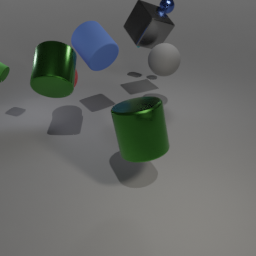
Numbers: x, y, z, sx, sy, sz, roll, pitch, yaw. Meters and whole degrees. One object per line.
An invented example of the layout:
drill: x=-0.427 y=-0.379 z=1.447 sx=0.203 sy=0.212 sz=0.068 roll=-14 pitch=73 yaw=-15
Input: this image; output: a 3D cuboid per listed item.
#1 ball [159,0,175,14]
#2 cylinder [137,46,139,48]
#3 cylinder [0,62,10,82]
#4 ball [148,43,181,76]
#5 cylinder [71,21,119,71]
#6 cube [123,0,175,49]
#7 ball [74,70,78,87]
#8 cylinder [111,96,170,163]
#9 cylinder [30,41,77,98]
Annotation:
ball: x=1.807 y=-5.680 z=12.997 sx=0.700 sy=0.700 sz=0.700 roll=0 pitch=31 yaw=0
cylinder: x=0.609 y=-4.839 z=15.148 sx=0.700 sy=0.700 sz=0.700 roll=-32 pitch=22 yaw=15
cylinder: x=-5.139 y=-2.255 z=10.955 sx=0.700 sy=0.700 sz=0.700 roll=30 pitch=32 yaw=-8
ball: x=1.562 y=-2.937 z=12.098 sx=1.400 sy=1.400 sz=1.400 roll=0 pitch=31 yaw=0
cylinder: x=-1.306 y=-3.234 z=11.086 sx=1.400 sy=1.400 sz=1.400 roll=-23 pitch=65 yaw=-33
cube: x=0.913 y=-4.530 z=12.433 sx=1.400 sy=1.400 sz=1.400 roll=-3 pitch=54 yaw=-40
ball: x=-2.696 y=-2.041 z=11.094 sx=1.400 sy=1.400 sz=1.400 roll=0 pitch=31 yaw=0
cylinder: x=0.347 y=0.008 z=7.645 sx=1.400 sy=1.400 sz=1.400 roll=-10 pitch=20 yaw=4
cylinder: x=-2.483 y=-1.939 z=9.432 sx=1.400 sy=1.400 sz=1.400 roll=0 pitch=67 yaw=0
